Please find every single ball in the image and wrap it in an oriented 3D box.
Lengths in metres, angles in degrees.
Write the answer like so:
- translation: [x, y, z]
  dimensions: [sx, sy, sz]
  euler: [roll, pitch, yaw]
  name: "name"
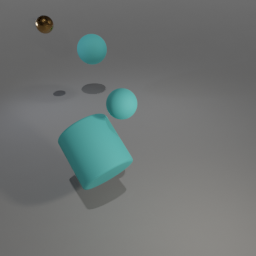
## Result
- translation: [-3.384, -4.200, 11.376]
  dimensions: [0.700, 0.700, 0.700]
  euler: [0, 31, 0]
  name: "ball"
- translation: [-0.142, -0.539, 6.267]
  dimensions: [0.700, 0.700, 0.700]
  euler: [0, 31, 0]
  name: "ball"
- translation: [-1.707, -3.728, 13.286]
  dimensions: [1.400, 1.400, 1.400]
  euler: [0, 31, 0]
  name: "ball"

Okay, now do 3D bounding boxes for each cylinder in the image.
- translation: [-0.813, 0.590, 7.006]
  dimensions: [1.400, 1.400, 1.400]
  euler: [-23, 73, -33]
  name: "cylinder"
